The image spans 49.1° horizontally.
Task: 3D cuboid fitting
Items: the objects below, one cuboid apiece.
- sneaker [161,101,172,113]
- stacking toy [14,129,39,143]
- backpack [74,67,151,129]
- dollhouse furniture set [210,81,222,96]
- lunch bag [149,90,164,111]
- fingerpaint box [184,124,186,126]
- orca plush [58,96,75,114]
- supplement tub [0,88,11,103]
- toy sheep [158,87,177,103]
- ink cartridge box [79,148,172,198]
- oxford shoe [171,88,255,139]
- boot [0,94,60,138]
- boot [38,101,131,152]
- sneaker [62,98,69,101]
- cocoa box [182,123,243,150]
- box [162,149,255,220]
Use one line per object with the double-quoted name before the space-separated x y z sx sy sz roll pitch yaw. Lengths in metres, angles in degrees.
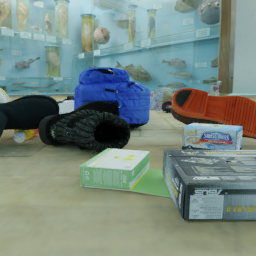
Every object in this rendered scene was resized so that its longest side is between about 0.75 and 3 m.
"sneaker" 2.775 -1.206 14.667 2.043 0.824 0.763 1 7 10
"stacking toy" -2.767 0.014 7.544 0.884 0.884 1.210 0 24 -3
"backpack" -0.455 -0.935 9.222 2.437 2.045 1.980 1 15 -16
"dollhouse furniture set" 4.155 -1.288 12.519 2.266 1.608 1.795 -7 11 -36
"lunch bag" 0.998 -1.197 12.031 0.630 0.841 0.991 10 0 -39
"fingerpaint box" 2.685 -0.252 9.101 1.462 0.643 1.753 1 8 2
"orca plush" -2.425 -0.415 10.810 2.558 0.909 1.346 -23 67 -44
"supplement tub" -4.161 -0.530 8.030 1.531 1.531 2.120 -3 9 -20
"toy sheep" 2.327 -1.854 17.214 1.398 1.398 2.027 0 1 -3
"ink cartridge box" 0.196 0.651 4.336 1.549 0.371 1.127 2 10 18
"oxford shoe" 2.358 -0.239 6.920 2.633 0.937 0.955 20 -26 13
"boot" -2.701 -0.068 6.191 2.305 0.880 1.936 -6 21 -11
"boot" -0.626 -0.089 6.819 1.927 0.970 2.578 -2 17 38
"sneaker" -2.716 -0.923 12.494 2.180 0.923 0.812 8 11 40
"cocoa box" 1.662 0.289 5.535 1.038 0.681 0.692 5 10 29
"box" 1.493 0.676 3.742 1.879 0.454 1.488 0 9 -3
